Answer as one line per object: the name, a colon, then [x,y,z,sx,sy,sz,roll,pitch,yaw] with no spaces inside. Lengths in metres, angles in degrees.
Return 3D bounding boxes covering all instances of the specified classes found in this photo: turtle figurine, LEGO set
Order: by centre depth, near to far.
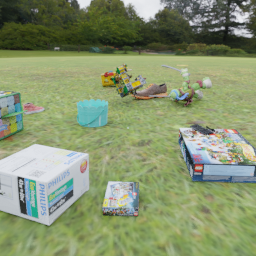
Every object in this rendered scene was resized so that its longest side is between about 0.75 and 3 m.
LEGO set: [0.104,-2.280,13.270,1.140,1.512,1.967,-24,-12,-16]
turtle figurine: [2.681,-2.105,13.645,2.354,1.747,2.428,-7,22,-33]

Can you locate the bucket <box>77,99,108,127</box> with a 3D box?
bucket: [-1.301,-0.554,10.336,1.227,0.798,1.227,0,18,0]

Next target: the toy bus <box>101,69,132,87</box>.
toy bus: [-0.855,-3.186,18.153,1.765,0.967,1.871,-21,21,-41]

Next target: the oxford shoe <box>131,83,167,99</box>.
oxford shoe: [1.119,-1.971,14.724,2.119,0.772,0.755,-10,21,-28]

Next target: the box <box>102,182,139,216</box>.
box: [-0.112,1.353,5.445,0.650,0.179,0.952,1,18,3]

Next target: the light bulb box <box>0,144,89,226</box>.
light bulb box: [-1.676,0.998,5.425,1.378,0.860,1.365,8,19,22]

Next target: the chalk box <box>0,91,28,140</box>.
chalk box: [-4.348,-0.444,9.102,2.210,1.370,1.379,7,18,18]

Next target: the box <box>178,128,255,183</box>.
box: [2.321,0.607,7.273,1.704,0.470,2.495,1,18,2]

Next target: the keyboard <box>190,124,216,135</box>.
keyboard: [2.212,0.019,8.173,0.515,0.084,0.811,-6,20,-18]

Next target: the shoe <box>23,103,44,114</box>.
shoe: [-4.013,-0.881,11.935,0.334,0.426,0.936,16,24,40]
